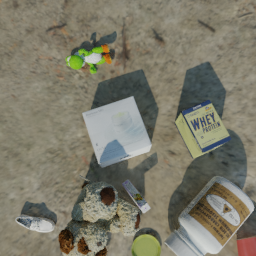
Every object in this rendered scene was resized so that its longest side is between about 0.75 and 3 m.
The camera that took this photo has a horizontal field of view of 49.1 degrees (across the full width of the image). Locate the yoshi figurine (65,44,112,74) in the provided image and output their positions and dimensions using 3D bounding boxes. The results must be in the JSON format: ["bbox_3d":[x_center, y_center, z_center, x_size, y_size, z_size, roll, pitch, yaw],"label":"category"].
[{"bbox_3d":[-1.626,-2.783,11.387,1.857,1.040,1.044,-13,83,0],"label":"yoshi figurine"}]

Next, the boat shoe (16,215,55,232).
[{"bbox_3d":[-3.347,3.445,10.027,1.400,0.485,0.496,10,76,2],"label":"boat shoe"}]

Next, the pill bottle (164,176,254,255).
[{"bbox_3d":[2.677,3.213,9.469,1.675,1.675,2.929,43,79,10],"label":"pill bottle"}]

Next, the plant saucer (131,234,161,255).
[{"bbox_3d":[0.640,4.339,9.968,1.055,0.164,1.055,0,76,0],"label":"plant saucer"}]

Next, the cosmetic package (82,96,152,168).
[{"bbox_3d":[-0.410,0.161,10.492,1.998,1.232,2.005,-19,75,-5],"label":"cosmetic package"}]

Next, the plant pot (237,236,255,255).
[{"bbox_3d":[4.304,4.287,9.534,1.221,1.221,1.080,-10,66,-3],"label":"plant pot"}]

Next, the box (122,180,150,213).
[{"bbox_3d":[0.264,2.370,9.848,0.304,1.569,0.325,-34,120,-9],"label":"box"}]

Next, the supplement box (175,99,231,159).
[{"bbox_3d":[2.666,0.092,10.291,1.095,1.630,1.632,-24,77,-6],"label":"supplement box"}]

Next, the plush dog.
[{"bbox_3d":[-1.293,3.204,9.307,2.345,2.923,2.511,11,62,37],"label":"plush dog"}]
